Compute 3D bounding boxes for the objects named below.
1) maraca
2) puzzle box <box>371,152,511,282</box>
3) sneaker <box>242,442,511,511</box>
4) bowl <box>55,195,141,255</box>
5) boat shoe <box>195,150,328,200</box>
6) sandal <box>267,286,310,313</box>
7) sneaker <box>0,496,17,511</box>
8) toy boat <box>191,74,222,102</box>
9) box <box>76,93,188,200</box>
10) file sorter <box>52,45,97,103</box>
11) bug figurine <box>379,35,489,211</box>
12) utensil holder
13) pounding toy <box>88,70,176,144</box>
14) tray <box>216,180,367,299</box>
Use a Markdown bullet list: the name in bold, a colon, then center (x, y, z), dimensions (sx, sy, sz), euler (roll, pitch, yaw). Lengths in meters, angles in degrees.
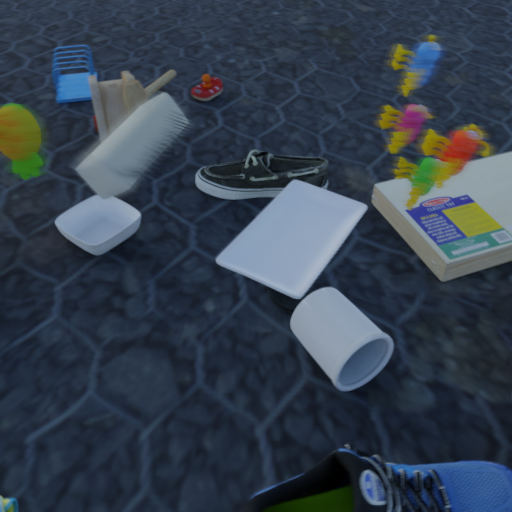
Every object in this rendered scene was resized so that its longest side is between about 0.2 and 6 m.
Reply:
- **maraca**: center (-3.366, -1.620, 7.967), dimensions (0.731, 1.066, 0.570), euler (-7, 13, 35)
- **puzzle box**: center (4.551, -0.944, 11.033), dimensions (3.831, 0.487, 2.549), euler (-14, 45, -15)
- **sneaker**: center (1.400, 2.878, 6.108), dimensions (3.447, 1.537, 1.354), euler (-8, 43, -10)
- **bowl**: center (-2.954, -0.552, 10.622), dimensions (1.291, 0.482, 1.292), euler (28, 50, 27)
- **boat shoe**: center (0.110, -1.769, 11.640), dimensions (2.776, 0.884, 0.982), euler (2, 43, 2)
- **sandal**: center (0.547, 0.188, 9.823), dimensions (0.724, 0.461, 1.927), euler (-1, 43, -1)
- **sneaker**: center (-3.491, 3.073, 6.558), dimensions (1.683, 0.669, 1.099), euler (34, 54, 19)
- **toy boat**: center (-1.299, -4.539, 14.881), dimensions (0.587, 0.588, 0.900), euler (26, 49, 26)
- **box**: center (-1.406, -1.292, 6.498), dimensions (0.566, 0.471, 1.379), euler (-12, 36, 42)
- **file sorter**: center (-4.887, -4.904, 15.040), dimensions (1.045, 0.924, 1.507), euler (-9, 44, -9)
- **bug figurine**: center (2.446, -1.827, 8.016), dimensions (0.604, 1.822, 2.349), euler (-5, 63, -9)
- **utensil holder**: center (1.237, 1.208, 8.327), dimensions (1.040, 1.040, 1.224), euler (-22, 44, -22)
- **pounding toy**: center (-2.645, -3.083, 12.558), dimensions (1.925, 1.919, 3.356), euler (-12, 25, -13)
- **tray**: center (0.470, -0.219, 6.598), dimensions (1.062, 0.219, 1.978), euler (24, 44, 19)
